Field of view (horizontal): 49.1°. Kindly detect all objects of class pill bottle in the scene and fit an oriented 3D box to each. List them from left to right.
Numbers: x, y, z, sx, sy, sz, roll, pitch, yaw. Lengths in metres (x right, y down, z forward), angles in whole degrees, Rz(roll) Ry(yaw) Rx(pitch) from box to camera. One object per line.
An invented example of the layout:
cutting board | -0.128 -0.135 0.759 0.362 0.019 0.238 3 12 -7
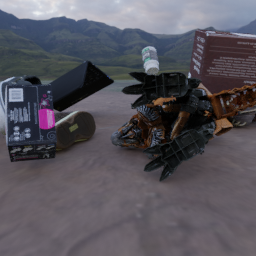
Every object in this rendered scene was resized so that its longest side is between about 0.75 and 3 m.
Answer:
pill bottle | 0.952 -2.792 11.722 0.634 1.120 0.634 -5 -30 -3

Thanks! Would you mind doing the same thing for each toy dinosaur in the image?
toy dinosaur | 0.921 -0.276 4.735 2.997 1.531 2.034 -41 -15 24

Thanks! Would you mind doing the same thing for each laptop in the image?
laptop | -1.878 -0.872 8.896 2.477 1.444 2.795 -26 -21 16

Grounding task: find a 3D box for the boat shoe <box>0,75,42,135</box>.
boat shoe | -2.524 -0.744 6.531 0.838 1.015 2.959 -20 24 -6

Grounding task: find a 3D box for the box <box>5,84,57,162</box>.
box | -1.571 -0.084 4.531 0.728 1.102 0.632 -4 -30 -18

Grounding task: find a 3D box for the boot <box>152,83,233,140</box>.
boot | 1.331 -0.251 6.158 1.765 1.366 0.650 -22 -25 -16

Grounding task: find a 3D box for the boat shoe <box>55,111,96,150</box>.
boat shoe | -1.346 0.055 6.088 0.713 0.671 1.874 -17 3 20

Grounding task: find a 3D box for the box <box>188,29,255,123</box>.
box | 3.091 -1.731 8.890 2.019 2.459 2.040 6 22 1

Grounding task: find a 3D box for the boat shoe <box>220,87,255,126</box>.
boat shoe | 3.054 -0.477 7.649 2.540 0.931 0.946 -22 4 9
